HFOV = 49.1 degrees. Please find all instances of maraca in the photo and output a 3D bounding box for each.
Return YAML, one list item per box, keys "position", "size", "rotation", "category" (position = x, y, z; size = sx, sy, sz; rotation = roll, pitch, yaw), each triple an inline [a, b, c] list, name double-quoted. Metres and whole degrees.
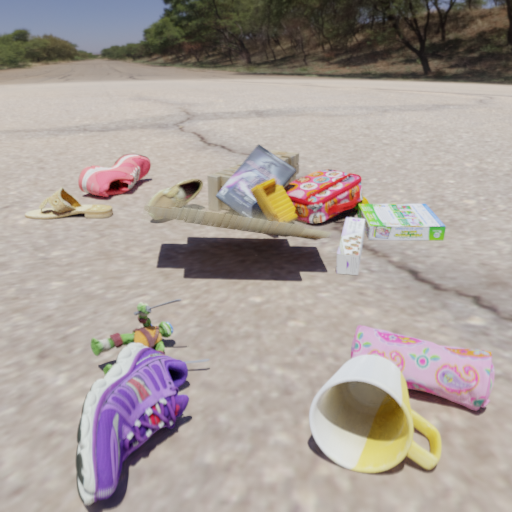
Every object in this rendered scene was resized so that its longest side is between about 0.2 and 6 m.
- position: [2.532, -1.269, 13.758]
  size: [0.471, 0.368, 0.687]
  rotation: [1, 21, 16]
  category: "maraca"

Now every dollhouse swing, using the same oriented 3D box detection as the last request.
- position: [0.462, -1.218, 12.235]
  size: [0.936, 1.030, 0.906]
  rotation: [-28, -6, -21]
  category: "dollhouse swing"

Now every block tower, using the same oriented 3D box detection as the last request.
- position: [0.033, -2.021, 14.865]
  size: [0.979, 0.915, 3.387]
  rotation: [12, 26, 29]
  category: "block tower"

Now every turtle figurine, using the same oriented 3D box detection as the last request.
- position: [-1.467, 1.097, 7.342]
  size: [1.160, 0.861, 1.196]
  rotation: [-25, 24, -36]
  category: "turtle figurine"

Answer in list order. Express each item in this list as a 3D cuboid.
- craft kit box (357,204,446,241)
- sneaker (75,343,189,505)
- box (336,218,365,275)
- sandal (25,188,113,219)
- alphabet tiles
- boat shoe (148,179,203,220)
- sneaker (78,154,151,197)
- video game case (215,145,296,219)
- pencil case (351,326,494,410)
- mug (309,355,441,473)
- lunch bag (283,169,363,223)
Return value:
- position: [3.211, -0.785, 12.613]
  size: [1.623, 0.399, 1.644]
  rotation: [3, 22, 1]
  category: "craft kit box"
- position: [-1.258, 1.660, 6.037]
  size: [0.947, 0.916, 2.271]
  rotation: [10, 24, 4]
  category: "sneaker"
- position: [1.900, -0.229, 11.157]
  size: [0.416, 0.446, 2.152]
  rotation: [5, 24, 12]
  category: "box"
- position: [-4.503, -1.306, 13.423]
  size: [2.097, 0.690, 0.769]
  rotation: [1, 22, 2]
  category: "sandal"
- position: [-0.348, -0.592, 10.515]
  size: [3.296, 0.104, 2.743]
  rotation: [8, -1, -3]
  category: "alphabet tiles"
- position: [-1.892, -1.414, 13.249]
  size: [0.539, 0.601, 1.624]
  rotation: [-16, 23, 47]
  category: "boat shoe"
- position: [-3.663, -2.097, 15.464]
  size: [1.049, 0.891, 2.418]
  rotation: [28, 37, 25]
  category: "sneaker"
- position: [-0.009, -1.684, 13.065]
  size: [1.156, 1.619, 0.154]
  rotation: [37, -5, 19]
  category: "video game case"
- position: [2.003, 1.371, 6.937]
  size: [1.743, 0.762, 0.762]
  rotation: [9, 24, 22]
  category: "pencil case"
- position: [1.261, 1.706, 6.098]
  size: [1.044, 1.303, 1.070]
  rotation: [-27, 3, 22]
  category: "mug"
- position: [1.626, -1.403, 13.335]
  size: [1.855, 0.760, 1.634]
  rotation: [-30, 35, -32]
  category: "lunch bag"
